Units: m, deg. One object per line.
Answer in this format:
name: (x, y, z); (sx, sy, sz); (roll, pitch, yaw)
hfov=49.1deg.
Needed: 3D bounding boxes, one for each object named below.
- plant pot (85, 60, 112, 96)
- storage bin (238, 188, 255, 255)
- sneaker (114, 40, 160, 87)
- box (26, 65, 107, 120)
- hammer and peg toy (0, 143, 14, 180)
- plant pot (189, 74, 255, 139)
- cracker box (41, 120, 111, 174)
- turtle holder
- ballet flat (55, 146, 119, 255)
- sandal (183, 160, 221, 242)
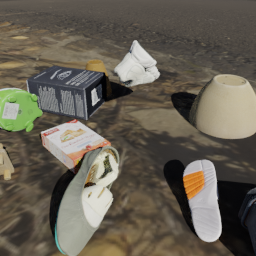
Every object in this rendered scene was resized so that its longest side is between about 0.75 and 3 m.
plant pot: (-1.348, -2.093, 11.653); (1.271, 1.363, 1.271); (-1, 31, 1)
storage bin: (3.210, 1.972, 4.947); (2.028, 1.476, 1.362); (4, 41, 7)
sneaker: (0.269, -1.867, 9.081); (1.096, 1.182, 2.917); (47, 8, 8)
box: (-2.241, -1.407, 10.583); (2.395, 1.249, 1.772); (11, 33, 18)
hammer and peg toy: (-3.487, 0.771, 6.652); (1.190, 1.618, 0.571); (-9, 58, -13)
plant pot: (3.323, -0.896, 9.456); (2.313, 1.553, 2.313); (0, 31, 0)
cracker box: (-1.532, 0.468, 8.151); (1.229, 0.529, 1.835); (-25, 38, -35)
turtle holder: (-3.734, -0.727, 9.295); (1.326, 1.419, 1.868); (19, 36, 29)
ballet flat: (-0.733, 1.323, 6.130); (0.944, 0.999, 2.965); (-24, 24, 18)
sandal: (1.672, 1.624, 6.302); (0.738, 0.552, 1.926); (-9, 49, 16)
